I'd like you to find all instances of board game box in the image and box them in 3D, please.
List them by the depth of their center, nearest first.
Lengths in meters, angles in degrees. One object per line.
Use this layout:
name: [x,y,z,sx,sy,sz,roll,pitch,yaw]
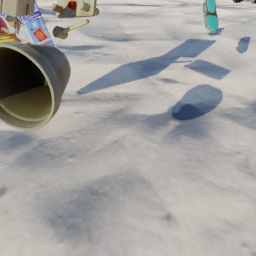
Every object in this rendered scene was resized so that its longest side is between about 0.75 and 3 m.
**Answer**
board game box: [-2.762,-1.899,5.856,2.114,1.431,0.364,-23,33,-9]

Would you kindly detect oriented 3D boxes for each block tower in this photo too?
block tower: [-1.611,-1.853,3.869,0.484,0.518,1.791,10,18,-16]

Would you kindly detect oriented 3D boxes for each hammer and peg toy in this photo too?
hammer and peg toy: [-1.202,-2.986,6.646,1.289,1.753,0.618,11,8,33]

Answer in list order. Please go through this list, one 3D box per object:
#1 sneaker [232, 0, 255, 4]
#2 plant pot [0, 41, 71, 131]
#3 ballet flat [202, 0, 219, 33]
sneaker: [2.849,-3.691,6.902,1.123,0.824,2.481,47,43,14]
plant pot: [-1.251,-0.667,3.694,1.096,1.096,0.951,8,32,12]
ballet flat: [2.638,-3.566,9.053,0.496,0.496,1.380,1,73,2]
